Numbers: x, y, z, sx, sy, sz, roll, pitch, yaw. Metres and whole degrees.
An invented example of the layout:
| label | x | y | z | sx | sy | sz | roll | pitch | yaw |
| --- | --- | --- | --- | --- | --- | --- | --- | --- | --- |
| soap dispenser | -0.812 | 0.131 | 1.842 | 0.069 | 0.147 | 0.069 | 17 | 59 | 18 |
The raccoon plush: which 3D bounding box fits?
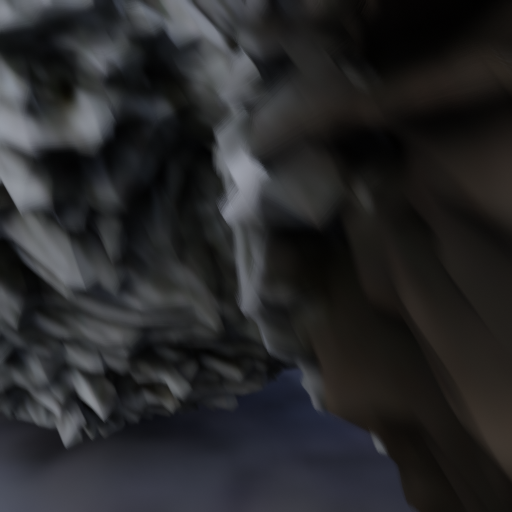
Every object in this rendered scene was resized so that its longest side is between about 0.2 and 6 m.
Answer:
| label | x | y | z | sx | sy | sz | roll | pitch | yaw |
| --- | --- | --- | --- | --- | --- | --- | --- | --- | --- |
| raccoon plush | -0.886 | -0.341 | 0.784 | 2.339 | 1.689 | 3.491 | -10 | 7 | -23 |
